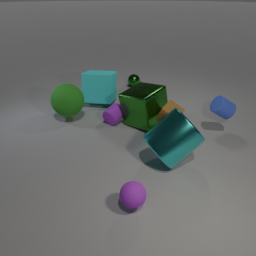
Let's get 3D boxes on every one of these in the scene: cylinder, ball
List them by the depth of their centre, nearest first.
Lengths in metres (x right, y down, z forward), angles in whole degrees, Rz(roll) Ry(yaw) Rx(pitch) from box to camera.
[{"bbox_3d":[0.129,1.716,7.201,0.700,0.700,0.700,0,28,0],"label":"ball"},{"bbox_3d":[1.447,0.318,8.871,1.400,1.400,1.400,-42,31,7],"label":"cylinder"},{"bbox_3d":[3.627,-0.785,10.706,0.700,0.700,0.700,27,20,-22],"label":"cylinder"},{"bbox_3d":[-0.588,-0.575,11.727,0.700,0.700,0.700,20,47,32],"label":"cylinder"},{"bbox_3d":[-2.558,-1.180,11.863,1.400,1.400,1.400,0,28,0],"label":"ball"},{"bbox_3d":[0.330,-2.694,15.847,0.700,0.700,0.700,0,28,0],"label":"ball"}]

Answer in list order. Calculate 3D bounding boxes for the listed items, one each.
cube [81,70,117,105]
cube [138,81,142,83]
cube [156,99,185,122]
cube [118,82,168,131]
[{"bbox_3d":[-1.361,-1.994,13.525,1.400,1.400,1.400,4,18,8],"label":"cube"},{"bbox_3d":[0.471,-1.795,13.870,0.700,0.700,0.700,-30,9,35],"label":"cube"},{"bbox_3d":[1.604,-0.510,10.674,0.700,0.700,0.700,37,51,8],"label":"cube"},{"bbox_3d":[0.669,-0.912,11.397,1.400,1.400,1.400,16,39,41],"label":"cube"}]
